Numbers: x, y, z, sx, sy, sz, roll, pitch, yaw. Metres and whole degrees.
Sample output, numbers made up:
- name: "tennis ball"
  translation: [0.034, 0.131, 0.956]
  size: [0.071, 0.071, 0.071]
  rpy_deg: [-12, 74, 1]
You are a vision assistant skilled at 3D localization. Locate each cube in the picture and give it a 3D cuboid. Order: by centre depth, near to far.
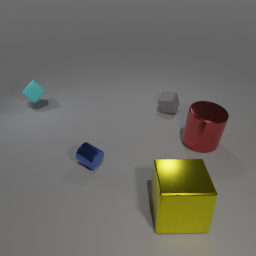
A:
- name: "cube"
  translation: [1.397, 1.790, 7.475]
  size: [1.400, 1.400, 1.400]
  rpy_deg: [0, 31, -2]
- name: "cube"
  translation: [1.857, -1.159, 12.720]
  size: [0.700, 0.700, 0.700]
  rpy_deg: [3, 42, 32]
- name: "cube"
  translation: [-4.326, -1.684, 12.884]
  size: [0.700, 0.700, 0.700]
  rpy_deg: [-48, 23, 1]

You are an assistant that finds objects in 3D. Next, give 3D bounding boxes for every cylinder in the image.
- name: "cylinder"
  translation: [-1.281, 0.930, 9.449]
  size: [0.700, 0.700, 0.700]
  rpy_deg: [28, 40, 22]
- name: "cylinder"
  translation: [2.826, -0.061, 10.358]
  size: [1.400, 1.400, 1.400]
  rpy_deg: [4, 37, -3]
